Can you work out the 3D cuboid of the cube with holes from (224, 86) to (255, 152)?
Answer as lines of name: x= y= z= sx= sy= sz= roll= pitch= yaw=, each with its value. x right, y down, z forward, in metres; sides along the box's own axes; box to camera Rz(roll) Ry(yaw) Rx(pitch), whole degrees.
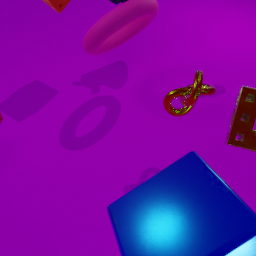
cube with holes: x=2.177 y=-0.057 z=4.572 sx=0.914 sy=0.914 sz=0.914 roll=15 pitch=91 yaw=17

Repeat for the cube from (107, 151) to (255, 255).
cube: x=0.624 y=1.129 z=2.700 sx=1.102 sy=1.102 sz=1.102 roll=-33 pitch=30 yaw=0

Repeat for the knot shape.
knot shape: x=1.152 y=-0.611 z=5.431 sx=1.006 sy=1.076 sz=0.497 roll=-37 pitch=78 yaw=20

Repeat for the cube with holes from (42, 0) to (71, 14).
cube with holes: x=-1.879 y=-3.668 z=6.739 sx=1.013 sy=1.013 sz=1.013 roll=40 pitch=91 yaw=14

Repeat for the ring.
ring: x=-0.175 y=-2.370 z=6.613 sx=2.016 sy=2.016 sz=0.403 roll=-34 pitch=95 yaw=-24

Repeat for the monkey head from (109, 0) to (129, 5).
monkey head: x=-0.186 y=-3.776 z=7.473 sx=1.172 sy=0.843 sz=0.706 roll=-11 pitch=91 yaw=-20

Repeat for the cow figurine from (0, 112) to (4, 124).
cow figurine: x=-2.282 y=-0.309 z=3.937 sx=1.153 sy=1.134 sz=0.633 roll=10 pitch=27 yaw=-47
